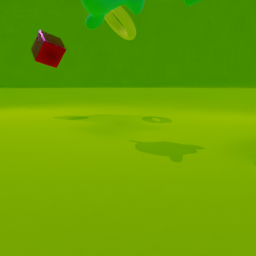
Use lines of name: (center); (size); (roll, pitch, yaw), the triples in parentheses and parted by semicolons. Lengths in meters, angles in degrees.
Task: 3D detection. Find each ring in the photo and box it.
ring: (-0.369, -4.030, 10.450); (0.354, 1.771, 1.771); (-44, 16, -4)

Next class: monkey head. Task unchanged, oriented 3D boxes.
monkey head: (-0.381, -2.824, 5.991); (1.073, 1.281, 1.780); (-43, -9, -27)

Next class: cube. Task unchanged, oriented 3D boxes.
cube: (-3.082, -3.040, 10.839); (0.912, 0.912, 0.912); (12, 36, -41)

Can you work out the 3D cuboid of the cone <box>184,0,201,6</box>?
cone: (1.688, -2.656, 4.468); (1.342, 1.337, 1.337); (12, 13, 22)
